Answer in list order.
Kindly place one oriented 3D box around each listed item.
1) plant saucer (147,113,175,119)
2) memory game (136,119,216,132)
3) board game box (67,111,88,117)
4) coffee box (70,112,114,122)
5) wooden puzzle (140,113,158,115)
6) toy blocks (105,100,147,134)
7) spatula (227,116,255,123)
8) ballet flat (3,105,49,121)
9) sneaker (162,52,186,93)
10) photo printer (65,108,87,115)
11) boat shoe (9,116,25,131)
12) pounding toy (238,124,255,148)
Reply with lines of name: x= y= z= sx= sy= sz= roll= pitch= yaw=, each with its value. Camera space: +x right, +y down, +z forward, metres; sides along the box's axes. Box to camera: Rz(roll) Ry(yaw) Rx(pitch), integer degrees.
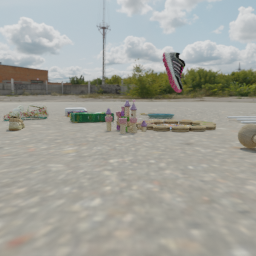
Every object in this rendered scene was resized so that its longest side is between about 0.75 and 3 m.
plant saucer: x=1.548 y=-0.566 z=13.180 sx=1.271 sy=0.174 sz=1.271 roll=-1 pitch=7 yaw=0
memory game: x=1.550 y=-0.114 z=9.190 sx=2.665 sy=0.170 sz=2.665 roll=0 pitch=7 yaw=0
board game box: x=-2.538 y=-0.720 z=14.063 sx=0.981 sy=0.278 sz=0.811 roll=-2 pitch=5 yaw=-13
coffee box: x=-1.463 y=-0.441 z=11.243 sx=1.609 sy=0.354 sz=0.989 roll=-2 pitch=6 yaw=-22
wooden puzzle: x=1.117 y=-0.726 z=14.961 sx=0.886 sy=0.104 sz=0.598 roll=6 pitch=13 yaw=44
toy blocks: x=-0.010 y=-0.365 z=8.132 sx=1.078 sy=0.908 sz=1.008 roll=-5 pitch=7 yaw=-34
spatula: x=5.335 y=-0.310 z=11.133 sx=2.394 sy=0.192 sz=1.664 roll=-1 pitch=12 yaw=-5
ballet flat: x=-4.411 y=-0.684 z=12.165 sx=2.002 sy=0.640 sz=0.757 roll=-6 pitch=8 yaw=-42
sneaker: x=2.157 y=-2.511 z=12.178 sx=0.873 sy=1.996 sz=0.736 roll=-13 pitch=-20 yaw=-4
photo printer: x=-2.773 y=-0.886 z=14.956 sx=1.141 sy=0.396 sz=0.949 roll=-1 pitch=7 yaw=-9
boat shoe: x=-3.470 y=-0.185 z=8.745 sx=0.452 sy=0.409 sz=1.267 roll=-2 pitch=7 yaw=-18
pounding toy: x=3.282 y=0.116 z=5.031 sx=2.093 sy=0.971 sz=1.615 roll=-28 pitch=18 yaw=-2
